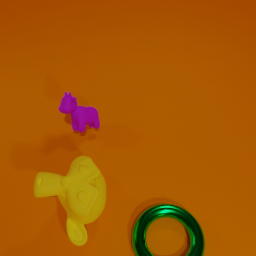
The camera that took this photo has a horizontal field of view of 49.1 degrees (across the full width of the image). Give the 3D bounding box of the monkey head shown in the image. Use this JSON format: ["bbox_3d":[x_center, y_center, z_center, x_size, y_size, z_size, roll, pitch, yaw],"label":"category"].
[{"bbox_3d":[-1.065,1.209,5.330,1.318,1.104,1.832,3,58,-10],"label":"monkey head"}]

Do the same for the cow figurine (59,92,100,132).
[{"bbox_3d":[-1.134,-0.400,6.650,0.985,0.969,0.541,-14,16,-38],"label":"cow figurine"}]

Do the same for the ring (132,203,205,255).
[{"bbox_3d":[0.755,2.074,5.254,1.368,0.274,1.368,0,51,0],"label":"ring"}]
